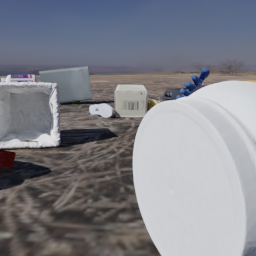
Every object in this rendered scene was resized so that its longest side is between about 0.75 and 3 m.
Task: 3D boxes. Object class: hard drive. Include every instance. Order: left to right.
[{"bbox_3d":[-2.767,-1.900,12.563,2.141,1.494,0.352,-8,11,-9],"label":"hard drive"},{"bbox_3d":[3.242,-1.607,13.742,1.882,0.591,2.790,-9,16,-35],"label":"hard drive"}]

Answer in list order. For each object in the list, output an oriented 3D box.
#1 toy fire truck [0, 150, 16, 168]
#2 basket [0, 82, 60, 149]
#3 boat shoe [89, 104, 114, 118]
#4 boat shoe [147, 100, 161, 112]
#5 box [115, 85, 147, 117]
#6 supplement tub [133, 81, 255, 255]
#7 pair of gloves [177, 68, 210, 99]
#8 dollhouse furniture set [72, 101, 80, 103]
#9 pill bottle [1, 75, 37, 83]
[{"bbox_3d":[-3.271,0.338,4.424,2.279,1.278,1.914,4,-11,15],"label":"toy fire truck"},{"bbox_3d":[-2.260,-0.318,6.448,1.414,1.427,1.147,-2,7,-9],"label":"basket"},{"bbox_3d":[-0.839,-0.636,9.922,0.449,0.475,1.324,-12,10,-38],"label":"boat shoe"},{"bbox_3d":[1.015,-0.632,9.239,0.591,0.659,1.780,-2,9,-4],"label":"boat shoe"},{"bbox_3d":[0.108,-1.090,10.674,1.160,0.950,2.443,0,13,2],"label":"box"},{"bbox_3d":[1.368,0.372,2.681,2.302,1.662,1.662,-6,14,-25],"label":"supplement tub"},{"bbox_3d":[1.238,-0.514,6.468,0.223,1.961,1.577,43,18,16],"label":"pair of gloves"},{"bbox_3d":[-2.912,-1.628,13.672,0.872,0.673,1.744,-8,15,-33],"label":"dollhouse furniture set"},{"bbox_3d":[-6.752,-2.735,17.444,2.030,1.141,1.141,-4,13,-18],"label":"pill bottle"}]
